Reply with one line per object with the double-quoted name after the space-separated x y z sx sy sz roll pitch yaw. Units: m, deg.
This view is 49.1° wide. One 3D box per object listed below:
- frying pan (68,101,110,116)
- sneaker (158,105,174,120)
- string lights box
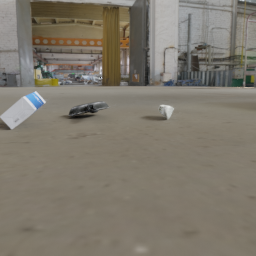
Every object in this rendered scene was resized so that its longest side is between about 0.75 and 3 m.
-1.568 -0.659 10.086 1.620 0.436 2.678 -11 3 10 "frying pan"
1.327 -0.616 10.074 0.510 0.484 1.268 28 5 9 "sneaker"
-3.194 -0.595 8.696 0.898 0.515 1.748 -39 14 3 "string lights box"
